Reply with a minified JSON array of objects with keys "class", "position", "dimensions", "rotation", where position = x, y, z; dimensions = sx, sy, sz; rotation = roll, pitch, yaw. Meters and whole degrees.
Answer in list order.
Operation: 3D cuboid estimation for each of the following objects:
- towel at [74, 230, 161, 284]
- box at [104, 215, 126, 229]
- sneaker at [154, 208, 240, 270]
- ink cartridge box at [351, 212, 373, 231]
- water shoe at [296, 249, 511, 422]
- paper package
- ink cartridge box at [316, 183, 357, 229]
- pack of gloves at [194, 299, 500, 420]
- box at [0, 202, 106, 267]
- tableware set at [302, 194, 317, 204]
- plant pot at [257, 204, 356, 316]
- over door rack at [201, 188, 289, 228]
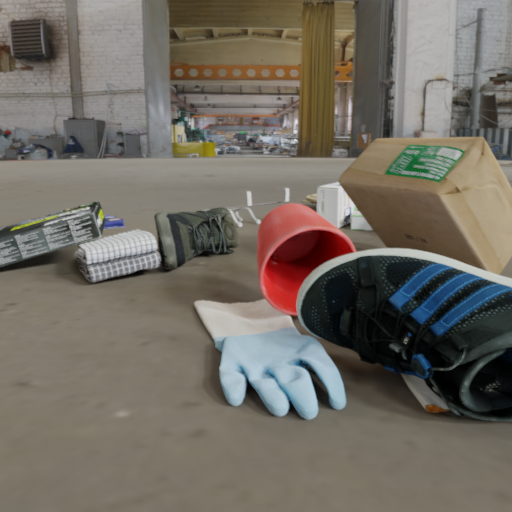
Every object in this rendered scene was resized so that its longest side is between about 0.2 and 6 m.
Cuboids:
[{"class":"towel","position":[-2.205,0.016,8.827],"dimensions":[1.132,0.585,1.367],"rotation":[-15,11,-22]},{"class":"box","position":[-3.709,-0.831,13.619],"dimensions":[0.706,0.189,1.166],"rotation":[-10,17,-37]},{"class":"sneaker","position":[-1.017,-0.379,9.780],"dimensions":[1.432,0.955,2.499],"rotation":[-7,7,-1]},{"class":"ink cartridge box","position":[2.541,-0.831,13.213],"dimensions":[0.606,0.350,0.830],"rotation":[2,13,9]},{"class":"water shoe","position":[1.578,0.643,4.562],"dimensions":[2.940,1.051,1.160],"rotation":[7,23,26]},{"class":"paper package","position":[2.772,-0.793,8.874],"dimensions":[1.158,2.134,2.239],"rotation":[-51,31,-11]},{"class":"ink cartridge box","position":[1.976,-1.249,13.612],"dimensions":[0.588,0.976,1.343],"rotation":[6,14,30]},{"class":"pack of gloves","position":[0.830,0.655,5.937],"dimensions":[2.707,0.636,3.222],"rotation":[-2,13,-11]},{"class":"box","position":[-3.750,-0.377,9.752],"dimensions":[2.147,0.510,2.073],"rotation":[-17,12,-9]},{"class":"tableware set","position":[3.374,-1.657,16.782],"dimensions":[3.209,0.446,3.842],"rotation":[5,13,23]},{"class":"plant pot","position":[0.515,-0.048,6.738],"dimensions":[1.179,1.179,1.043],"rotation":[-2,29,-10]},{"class":"over door rack","position":[-0.287,-1.028,13.125],"dimensions":[1.377,0.621,1.864],"rotation":[-12,-4,-44]}]
